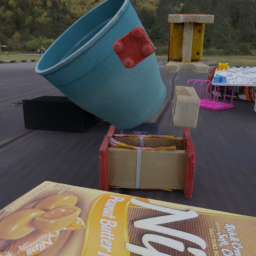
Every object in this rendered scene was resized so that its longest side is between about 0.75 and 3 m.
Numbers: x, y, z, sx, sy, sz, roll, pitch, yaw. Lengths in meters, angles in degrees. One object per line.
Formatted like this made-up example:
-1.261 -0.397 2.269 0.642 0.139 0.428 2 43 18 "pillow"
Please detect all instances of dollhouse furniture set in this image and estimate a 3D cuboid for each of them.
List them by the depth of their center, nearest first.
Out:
0.361 -0.337 4.500 1.505 2.796 1.137 3 20 6 "dollhouse furniture set"

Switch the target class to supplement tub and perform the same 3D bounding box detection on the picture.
5.409 -2.126 13.330 1.582 1.582 2.959 -14 21 -42 "supplement tub"

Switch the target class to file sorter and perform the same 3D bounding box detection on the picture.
3.401 -1.451 11.773 1.180 1.065 1.698 -9 17 -30 "file sorter"

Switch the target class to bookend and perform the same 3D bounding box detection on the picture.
-1.929 -0.576 8.876 1.929 0.889 1.917 4 16 13 "bookend"

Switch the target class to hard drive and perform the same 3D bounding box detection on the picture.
0.331 0.143 7.360 0.981 0.308 1.455 1 15 4 "hard drive"

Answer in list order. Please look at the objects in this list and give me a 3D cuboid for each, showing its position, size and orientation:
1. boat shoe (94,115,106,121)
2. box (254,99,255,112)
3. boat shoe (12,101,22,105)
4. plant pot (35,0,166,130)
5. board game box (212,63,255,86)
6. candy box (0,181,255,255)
-0.460 -0.462 9.015 0.742 0.619 1.989 22 9 25 "boat shoe"
5.044 -0.840 9.623 0.854 1.043 2.196 4 17 13 "box"
-4.672 -1.099 12.092 0.764 0.218 0.255 5 16 18 "boat shoe"
-0.414 -1.363 6.922 2.643 2.484 2.643 -28 33 20 "plant pot"
4.885 -2.223 11.328 2.660 0.344 2.659 4 25 20 "board game box"
-0.018 1.256 2.404 2.701 0.747 1.559 5 15 19 "candy box"
